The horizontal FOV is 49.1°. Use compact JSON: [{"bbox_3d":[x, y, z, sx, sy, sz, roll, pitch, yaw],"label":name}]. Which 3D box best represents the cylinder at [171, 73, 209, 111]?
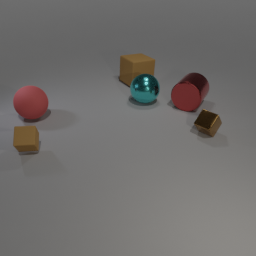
[{"bbox_3d":[2.858,-1.665,12.829,1.400,1.400,1.400,16,35,24],"label":"cylinder"}]

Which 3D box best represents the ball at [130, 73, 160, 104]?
[{"bbox_3d":[0.798,-1.848,13.136,1.400,1.400,1.400,0,31,0],"label":"ball"}]

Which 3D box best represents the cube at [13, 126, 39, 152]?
[{"bbox_3d":[-3.496,0.376,9.665,0.700,0.700,0.700,-3,68,-7],"label":"cube"}]

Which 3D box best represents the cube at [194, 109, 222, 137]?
[{"bbox_3d":[3.071,-0.186,10.746,0.700,0.700,0.700,28,81,37],"label":"cube"}]

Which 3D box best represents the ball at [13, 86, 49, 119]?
[{"bbox_3d":[-4.055,-1.069,11.730,1.400,1.400,1.400,0,31,0],"label":"ball"}]

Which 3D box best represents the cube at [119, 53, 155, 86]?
[{"bbox_3d":[0.481,-3.164,15.276,1.400,1.400,1.400,-14,33,-28],"label":"cube"}]
